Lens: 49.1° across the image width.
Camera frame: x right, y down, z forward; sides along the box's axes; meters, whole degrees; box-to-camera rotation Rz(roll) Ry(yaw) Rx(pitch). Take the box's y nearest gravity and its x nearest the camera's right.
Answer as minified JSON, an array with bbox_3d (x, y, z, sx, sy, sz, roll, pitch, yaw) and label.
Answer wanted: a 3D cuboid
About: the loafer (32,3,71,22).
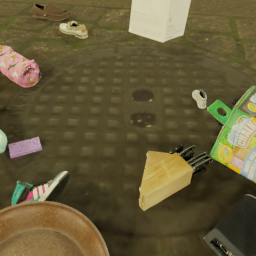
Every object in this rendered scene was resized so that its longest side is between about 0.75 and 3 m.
[{"bbox_3d":[-3.977,-5.957,14.324,2.102,0.746,0.767,7,42,8],"label":"loafer"}]

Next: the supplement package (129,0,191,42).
[{"bbox_3d":[0.805,-3.067,6.472,1.044,1.780,1.041,27,39,27],"label":"supplement package"}]

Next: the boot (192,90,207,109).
[{"bbox_3d":[2.336,-1.059,9.020,0.343,0.446,0.933,-5,42,-6],"label":"boot"}]

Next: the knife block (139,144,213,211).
[{"bbox_3d":[1.144,1.109,6.466,1.563,0.570,1.781,7,41,10],"label":"knife block"}]

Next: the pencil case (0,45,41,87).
[{"bbox_3d":[-4.053,-2.245,10.021,2.177,0.901,0.942,31,52,31],"label":"pencil case"}]

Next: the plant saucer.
[{"bbox_3d":[-1.726,2.646,4.678,2.937,0.537,2.937,-1,46,1],"label":"plant saucer"}]

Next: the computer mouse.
[{"bbox_3d":[3.986,0.011,7.701,2.715,0.716,1.880,23,42,37],"label":"computer mouse"}]

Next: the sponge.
[{"bbox_3d":[-2.750,0.516,7.486,0.810,0.121,0.452,-15,44,-17],"label":"sponge"}]

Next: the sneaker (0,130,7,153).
[{"bbox_3d":[-4.222,0.088,7.100,1.999,0.777,1.399,26,18,27],"label":"sneaker"}]

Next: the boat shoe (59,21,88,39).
[{"bbox_3d":[-2.531,-4.667,13.002,1.660,0.568,0.620,24,47,25],"label":"boat shoe"}]

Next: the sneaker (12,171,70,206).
[{"bbox_3d":[-2.018,1.357,6.225,0.854,0.591,1.414,28,49,15],"label":"sneaker"}]

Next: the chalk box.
[{"bbox_3d":[2.986,0.147,6.491,2.444,1.513,1.520,32,41,23],"label":"chalk box"}]

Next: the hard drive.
[{"bbox_3d":[2.828,2.340,5.124,1.623,0.509,2.406,-30,50,-30],"label":"hard drive"}]
